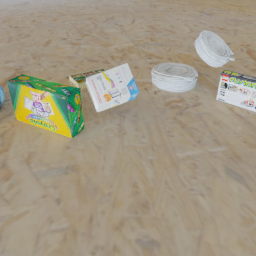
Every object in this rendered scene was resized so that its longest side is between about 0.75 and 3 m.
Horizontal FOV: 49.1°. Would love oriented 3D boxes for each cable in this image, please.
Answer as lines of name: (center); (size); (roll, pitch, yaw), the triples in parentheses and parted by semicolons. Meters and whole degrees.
cable: (3.163, -2.951, 10.456); (1.456, 0.504, 1.456); (-13, 71, -35)
cable: (2.140, -2.391, 12.900); (2.115, 0.732, 2.115); (6, 33, 12)

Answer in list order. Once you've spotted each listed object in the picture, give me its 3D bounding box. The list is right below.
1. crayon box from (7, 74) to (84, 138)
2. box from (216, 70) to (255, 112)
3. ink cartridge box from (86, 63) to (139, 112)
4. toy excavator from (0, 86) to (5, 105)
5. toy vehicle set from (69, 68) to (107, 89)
crayon box: (-2.825, -0.799, 9.687); (2.633, 1.564, 0.767); (16, 36, 24)
box: (4.649, -1.368, 10.860); (2.252, 1.239, 0.391); (25, 41, 32)
ink cartridge box: (-0.565, -1.347, 9.630); (1.492, 1.099, 1.080); (-22, -3, -9)
toy excavator: (-5.964, -1.466, 11.401); (2.092, 1.075, 2.152); (0, 20, -4)
toy vehicle set: (-1.707, -2.380, 13.312); (1.872, 0.248, 1.163); (-19, 38, -26)
